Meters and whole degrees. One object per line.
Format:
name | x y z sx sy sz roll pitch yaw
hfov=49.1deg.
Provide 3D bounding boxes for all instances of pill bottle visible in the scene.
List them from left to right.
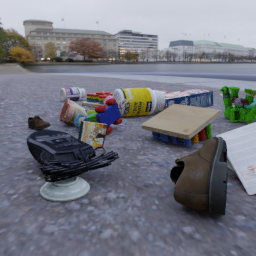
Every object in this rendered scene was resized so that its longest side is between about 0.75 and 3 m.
pill bottle | -3.677 -2.271 18.733 1.589 0.885 0.885 -9 17 -35
pill bottle | 0.558 -1.326 14.127 2.463 1.371 1.371 -6 16 -22

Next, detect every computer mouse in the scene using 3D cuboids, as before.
computer mouse | -1.769 0.749 7.345 1.984 0.755 2.866 -9 19 -37

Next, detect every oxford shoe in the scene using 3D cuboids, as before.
oxford shoe | -3.672 -0.235 11.426 1.275 0.538 0.463 6 23 30
oxford shoe | -2.506 -0.670 12.963 1.053 1.010 2.852 19 9 -20
oxford shoe | 1.635 0.841 6.415 1.249 1.075 2.959 0 12 21

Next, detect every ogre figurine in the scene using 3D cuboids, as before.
ogre figurine | 5.153 -1.053 12.721 2.586 1.550 1.269 16 17 42

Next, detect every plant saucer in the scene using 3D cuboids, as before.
plant saucer | -1.410 1.271 6.275 1.091 0.274 1.091 0 14 0

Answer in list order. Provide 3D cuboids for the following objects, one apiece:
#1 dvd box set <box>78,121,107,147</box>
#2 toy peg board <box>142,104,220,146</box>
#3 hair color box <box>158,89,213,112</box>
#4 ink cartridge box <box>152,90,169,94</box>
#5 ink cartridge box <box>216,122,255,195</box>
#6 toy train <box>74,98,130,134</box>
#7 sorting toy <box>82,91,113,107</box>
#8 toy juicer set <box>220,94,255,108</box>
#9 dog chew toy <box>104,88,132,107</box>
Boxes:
dvd box set | -1.117 0.205 8.824 0.156 0.774 1.058 11 2 38
toy peg board | 1.954 0.054 10.139 2.035 0.995 2.027 13 35 45
hair color box | 3.033 -1.487 15.249 2.887 0.874 1.444 -12 17 -20
ink cartridge box | 1.324 -1.706 16.613 1.483 0.864 2.037 9 19 33
ink cartridge box | 3.524 0.712 7.055 1.924 0.599 2.392 -20 33 9
toy train | -1.017 -0.617 11.736 1.482 1.084 2.561 -8 19 28
sorting toy | -1.407 -1.770 17.125 2.040 0.714 2.052 11 18 35
toy juicer set | 6.289 -1.043 14.580 2.855 0.777 1.816 7 32 8
dog chew toy | -0.350 -1.476 15.269 1.963 1.222 1.222 -11 16 -7
